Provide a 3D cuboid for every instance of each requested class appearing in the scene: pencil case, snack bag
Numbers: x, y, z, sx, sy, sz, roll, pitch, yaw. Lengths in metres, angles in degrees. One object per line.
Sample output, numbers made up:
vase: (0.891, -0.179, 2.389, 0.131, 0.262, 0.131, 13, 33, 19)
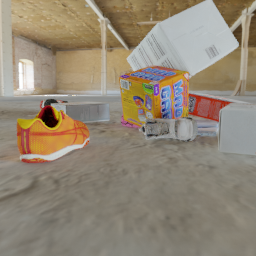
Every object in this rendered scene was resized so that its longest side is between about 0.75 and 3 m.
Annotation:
pencil case: (0.330, -0.319, 10.686, 1.204, 0.546, 0.564, 9, 34, 30)
snack bag: (2.100, -0.084, 10.123, 2.324, 0.264, 2.464, 4, 10, 22)

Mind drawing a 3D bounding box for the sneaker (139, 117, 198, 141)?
sneaker: (1.087, 0.050, 7.937, 1.051, 0.687, 1.828, -4, 4, -24)

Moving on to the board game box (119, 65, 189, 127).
board game box: (0.908, -1.058, 9.604, 1.657, 1.657, 1.658, -26, 33, -34)

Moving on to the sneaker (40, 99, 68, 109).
sneaker: (-4.475, -1.200, 15.779, 1.378, 0.859, 2.572, 1, 5, 13)

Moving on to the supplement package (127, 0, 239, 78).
supplement package: (2.015, -2.955, 11.009, 2.768, 2.129, 2.895, -32, 2, -25)

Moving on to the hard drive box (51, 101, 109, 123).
hard drive box: (-2.150, -0.724, 12.563, 2.115, 0.812, 1.648, -6, 10, -35)

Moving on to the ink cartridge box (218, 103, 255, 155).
ink cartridge box: (3.429, -0.047, 7.204, 1.821, 1.035, 2.498, 4, 9, 25)

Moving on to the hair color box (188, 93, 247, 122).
hair color box: (3.699, -0.656, 10.449, 2.763, 0.846, 1.402, 19, 16, 35)

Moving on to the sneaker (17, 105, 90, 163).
sneaker: (-1.593, 0.005, 6.713, 1.064, 1.125, 2.917, 0, 7, 7)
